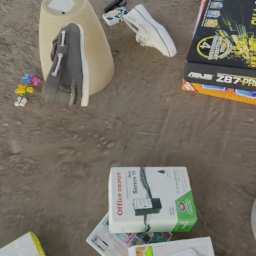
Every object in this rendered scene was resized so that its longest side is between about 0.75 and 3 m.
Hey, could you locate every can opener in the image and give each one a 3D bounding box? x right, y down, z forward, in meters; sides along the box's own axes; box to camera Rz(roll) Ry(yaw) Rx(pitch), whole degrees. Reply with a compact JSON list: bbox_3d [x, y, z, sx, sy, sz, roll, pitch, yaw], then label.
[{"bbox_3d":[-0.561,-5.097,11.564,1.122,0.356,0.441,-38,67,-21],"label":"can opener"}]

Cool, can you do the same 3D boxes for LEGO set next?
[{"bbox_3d":[-3.281,-1.310,9.259,0.518,0.482,1.263,13,62,8],"label":"LEGO set"}]

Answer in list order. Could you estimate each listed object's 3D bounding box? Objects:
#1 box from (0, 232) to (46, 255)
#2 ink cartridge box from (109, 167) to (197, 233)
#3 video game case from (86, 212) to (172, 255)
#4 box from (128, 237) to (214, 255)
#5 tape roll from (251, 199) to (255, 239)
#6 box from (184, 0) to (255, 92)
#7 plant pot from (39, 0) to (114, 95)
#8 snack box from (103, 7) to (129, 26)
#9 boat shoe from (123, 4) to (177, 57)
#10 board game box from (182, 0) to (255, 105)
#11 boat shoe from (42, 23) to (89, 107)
[{"bbox_3d":[-2.266,3.778,6.203,1.426,0.588,2.430,-28,61,-16],"label":"box"},{"bbox_3d":[0.528,1.778,7.025,2.003,0.832,1.468,0,52,-6],"label":"ink cartridge box"},{"bbox_3d":[0.040,2.742,7.023,1.624,0.192,1.478,34,65,18],"label":"video game case"},{"bbox_3d":[1.012,3.359,6.160,1.799,0.870,1.587,-2,63,-9],"label":"box"},{"bbox_3d":[4.431,2.394,6.867,2.496,0.824,2.496,0,59,0],"label":"tape roll"},{"bbox_3d":[2.146,-1.650,4.923,1.838,0.560,2.281,14,60,17],"label":"box"},{"bbox_3d":[-1.756,-2.768,8.831,2.529,2.700,2.529,0,60,0],"label":"plant pot"},{"bbox_3d":[-0.463,-4.534,11.331,0.973,0.180,0.565,-30,64,-16],"label":"snack box"},{"bbox_3d":[0.751,-3.424,10.353,0.931,1.026,2.789,-32,56,3],"label":"boat shoe"},{"bbox_3d":[3.593,-2.924,8.761,2.937,2.937,2.939,13,60,8],"label":"board game box"},{"bbox_3d":[-1.197,-1.316,5.173,0.731,0.857,2.564,2,40,-18],"label":"boat shoe"}]
